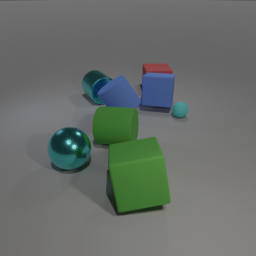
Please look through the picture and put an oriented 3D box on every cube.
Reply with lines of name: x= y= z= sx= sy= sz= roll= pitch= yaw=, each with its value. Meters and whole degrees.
cube: x=0.274 y=1.216 z=7.633 sx=1.400 sy=1.400 sz=1.400 roll=-10 pitch=19 yaw=0
cube: x=1.551 y=-2.653 z=15.259 sx=1.400 sy=1.400 sz=1.400 roll=-1 pitch=28 yaw=-5
cube: x=1.452 y=-1.839 z=13.376 sx=1.400 sy=1.400 sz=1.400 roll=6 pitch=18 yaw=11

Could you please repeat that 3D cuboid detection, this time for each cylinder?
cylinder: x=-0.420 y=-0.067 z=10.336 sx=1.400 sy=1.400 sz=1.400 roll=4 pitch=28 yaw=13
cylinder: x=-0.375 y=-1.352 z=12.286 sx=1.400 sy=1.400 sz=1.400 roll=-32 pitch=19 yaw=12
cylinder: x=-1.467 y=-2.080 z=14.217 sx=1.400 sy=1.400 sz=1.400 roll=-14 pitch=31 yaw=-24

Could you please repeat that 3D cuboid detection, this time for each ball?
ball: x=-1.902 y=0.660 z=9.118 sx=1.400 sy=1.400 sz=1.400 roll=0 pitch=28 yaw=0
ball: x=2.355 y=-0.835 z=12.601 sx=0.700 sy=0.700 sz=0.700 roll=0 pitch=28 yaw=0
